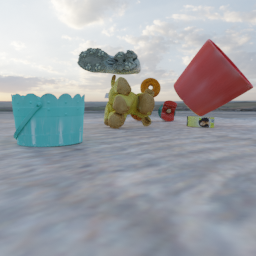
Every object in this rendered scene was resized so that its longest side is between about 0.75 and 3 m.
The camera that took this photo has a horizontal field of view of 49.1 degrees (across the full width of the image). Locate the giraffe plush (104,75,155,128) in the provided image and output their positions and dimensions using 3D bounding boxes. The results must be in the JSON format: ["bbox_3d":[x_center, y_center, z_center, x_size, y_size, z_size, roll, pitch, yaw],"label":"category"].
[{"bbox_3d":[0.213,-0.980,11.799,2.079,2.212,2.563,11,19,-16],"label":"giraffe plush"}]

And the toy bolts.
[{"bbox_3d":[1.617,-1.471,16.892,2.719,2.597,1.886,18,-2,-1],"label":"toy bolts"}]

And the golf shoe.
[{"bbox_3d":[-0.772,-2.598,11.729,2.794,1.094,1.358,12,-7,22],"label":"golf shoe"}]

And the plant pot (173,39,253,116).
[{"bbox_3d":[3.481,-1.988,12.074,2.421,2.736,2.736,-42,-17,26],"label":"plant pot"}]

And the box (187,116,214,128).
[{"bbox_3d":[3.032,-0.259,11.792,0.303,0.455,1.208,-1,3,-39],"label":"box"}]

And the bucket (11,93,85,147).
[{"bbox_3d":[-1.877,-0.226,6.710,1.800,1.171,1.800,0,4,0],"label":"bucket"}]
